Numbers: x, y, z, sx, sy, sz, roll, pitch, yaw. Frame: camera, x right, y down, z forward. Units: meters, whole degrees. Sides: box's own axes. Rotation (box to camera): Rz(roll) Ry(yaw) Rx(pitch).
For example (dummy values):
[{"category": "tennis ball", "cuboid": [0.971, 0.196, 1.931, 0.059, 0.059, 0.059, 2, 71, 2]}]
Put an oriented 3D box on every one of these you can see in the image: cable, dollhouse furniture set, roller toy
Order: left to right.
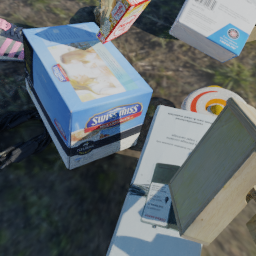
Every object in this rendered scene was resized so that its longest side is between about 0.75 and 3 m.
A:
[{"category": "cable", "cuboid": [-2.774, 0.162, 7.069, 1.583, 0.493, 1.940, 27, 50, 28]}, {"category": "roller toy", "cuboid": [2.039, -0.111, 6.734, 1.810, 1.265, 1.651, -32, 61, -21]}, {"category": "dollhouse furniture set", "cuboid": [1.756, 0.783, 3.254, 2.068, 1.374, 1.813, 22, 27, -15]}]

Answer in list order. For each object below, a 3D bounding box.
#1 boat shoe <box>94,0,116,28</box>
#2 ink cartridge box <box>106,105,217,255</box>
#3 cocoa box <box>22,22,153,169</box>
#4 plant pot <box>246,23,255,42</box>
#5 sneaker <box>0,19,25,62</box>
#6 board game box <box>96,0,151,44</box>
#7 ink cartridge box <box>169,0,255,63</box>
[{"category": "boat shoe", "cuboid": [-0.826, -3.907, 9.826, 0.701, 0.774, 2.173, -1, 45, 6]}, {"category": "ink cartridge box", "cuboid": [0.701, 1.462, 5.022, 1.245, 2.196, 2.996, 14, 57, 13]}, {"category": "cocoa box", "cuboid": [-1.110, -0.910, 6.699, 1.930, 1.899, 2.895, -18, 55, -28]}, {"category": "plant pot", "cuboid": [4.118, -4.173, 9.185, 2.312, 2.315, 2.049, -16, 66, -11]}, {"category": "sneaker", "cuboid": [-3.477, -2.777, 8.696, 2.866, 1.175, 1.005, -3, 54, -2]}, {"category": "board game box", "cuboid": [-0.072, -2.292, 5.708, 0.267, 1.155, 0.875, 50, 51, -4]}, {"category": "ink cartridge box", "cuboid": [2.366, -3.192, 6.572, 1.609, 0.941, 2.774, 28, 90, -5]}]
